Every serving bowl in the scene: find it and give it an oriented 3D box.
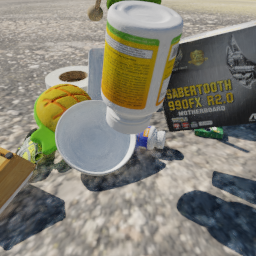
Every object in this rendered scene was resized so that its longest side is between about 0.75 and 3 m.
[{"bbox_3d":[-0.925,0.344,7.996,2.231,0.734,2.231,6,63,-12],"label":"serving bowl"}]

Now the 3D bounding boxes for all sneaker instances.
[{"bbox_3d":[-2.798,0.653,8.291,0.684,0.676,1.792,17,35,-7],"label":"sneaker"}]

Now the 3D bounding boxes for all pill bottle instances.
[{"bbox_3d":[0.172,-1.167,6.041,1.453,2.617,1.453,6,41,-5],"label":"pill bottle"},{"bbox_3d":[0.485,0.274,8.675,1.291,0.724,0.724,9,32,15],"label":"pill bottle"}]

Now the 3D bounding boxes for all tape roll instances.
[{"bbox_3d":[-2.413,-2.122,12.543,2.508,0.458,2.508,-1,35,1],"label":"tape roll"}]

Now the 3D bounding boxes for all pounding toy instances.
[{"bbox_3d":[0.050,-4.092,9.981,2.639,2.037,1.225,-4,74,-27],"label":"pounding toy"}]

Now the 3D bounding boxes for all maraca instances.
[{"bbox_3d":[-1.998,-0.296,8.877,2.007,1.566,2.928,11,47,-12],"label":"maraca"}]

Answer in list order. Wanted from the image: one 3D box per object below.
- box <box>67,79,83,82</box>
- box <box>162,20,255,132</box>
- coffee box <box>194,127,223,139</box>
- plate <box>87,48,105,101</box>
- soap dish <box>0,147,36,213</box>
[{"bbox_3d":[-1.867,-2.057,13.026,1.886,0.201,1.542,-6,32,-11],"label":"box"},{"bbox_3d":[2.133,-1.143,6.661,2.827,2.239,0.683,-6,26,23],"label":"box"},{"bbox_3d":[2.728,0.087,9.492,0.928,0.204,0.570,7,32,11],"label":"coffee box"},{"bbox_3d":[-0.243,-1.987,11.463,2.802,0.454,2.808,-1,72,1],"label":"plate"},{"bbox_3d":[-3.630,1.093,6.776,2.194,0.891,1.726,18,54,24],"label":"soap dish"}]
